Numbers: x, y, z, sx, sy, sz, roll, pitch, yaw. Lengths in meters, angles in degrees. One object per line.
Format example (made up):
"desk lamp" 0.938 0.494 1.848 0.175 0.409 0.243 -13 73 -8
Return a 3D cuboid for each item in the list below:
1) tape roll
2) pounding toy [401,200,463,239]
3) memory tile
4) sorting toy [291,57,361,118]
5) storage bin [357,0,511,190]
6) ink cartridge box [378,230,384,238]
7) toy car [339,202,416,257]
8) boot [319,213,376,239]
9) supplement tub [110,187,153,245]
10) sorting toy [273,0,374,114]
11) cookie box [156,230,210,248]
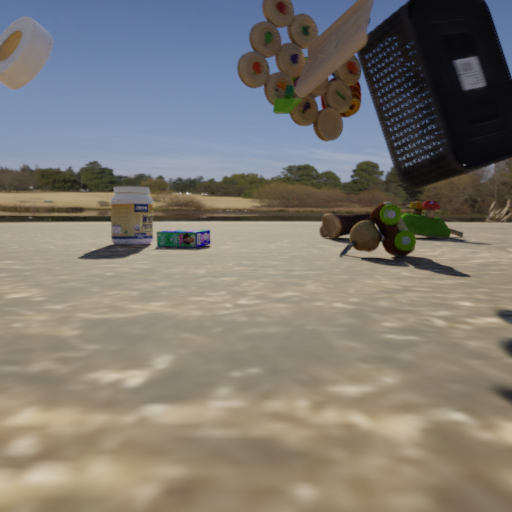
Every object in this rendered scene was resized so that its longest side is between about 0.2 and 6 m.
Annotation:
"tape roll" -4.580 -3.922 10.834 1.370 1.370 0.479 3 -19 36
"pounding toy" 5.398 -1.246 17.711 1.806 1.086 2.340 17 14 41
"memory tile" 0.878 -3.425 10.312 2.484 1.904 0.209 28 -12 -31
"sorting toy" 1.623 -3.697 12.463 2.158 1.297 0.886 5 37 -32
"storage bin" 3.294 -2.873 9.884 1.996 2.952 1.384 -18 1 -27
"ink cartridge box" 3.843 -0.719 17.975 1.181 0.277 1.167 -1 7 12
"toy car" 2.070 -0.265 9.981 1.281 1.011 1.052 -29 -4 9
"boot" 2.920 -1.073 16.862 1.824 0.793 2.193 -17 -3 -4
"supplement tub" -3.086 -0.997 13.915 1.024 1.418 1.024 0 4 0
"sorting toy" 1.109 -3.278 9.453 0.322 1.617 2.187 37 -48 -23
"cookie box" -1.695 -0.416 13.142 1.009 0.379 0.863 1 6 17
